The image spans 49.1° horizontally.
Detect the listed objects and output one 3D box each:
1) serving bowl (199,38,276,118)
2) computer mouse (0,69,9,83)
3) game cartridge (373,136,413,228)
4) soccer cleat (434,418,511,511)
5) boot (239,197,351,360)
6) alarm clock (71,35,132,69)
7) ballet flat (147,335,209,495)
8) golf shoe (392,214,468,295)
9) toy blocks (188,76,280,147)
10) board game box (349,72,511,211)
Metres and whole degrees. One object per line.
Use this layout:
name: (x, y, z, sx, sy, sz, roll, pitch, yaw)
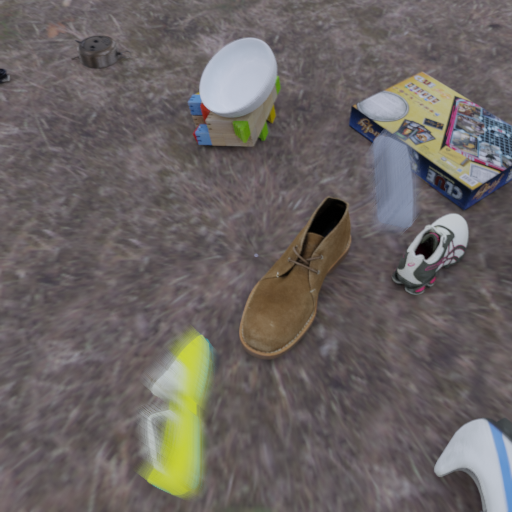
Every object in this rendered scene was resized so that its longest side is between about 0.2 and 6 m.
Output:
serving bowl: (-0.243, -2.948, 9.533, 1.439, 0.473, 1.439, -12, 66, 27)
computer mouse: (-5.535, -3.117, 10.930, 1.184, 0.451, 1.710, -7, 40, -6)
game cartridge: (1.648, -0.860, 6.683, 0.206, 0.680, 1.020, -7, 81, 43)
soccer cleat: (2.976, 2.924, 5.825, 1.105, 0.894, 2.559, -36, 56, -7)
boot: (0.571, 0.201, 7.832, 0.993, 1.017, 2.696, 24, 56, 16)
alarm clock: (-3.253, -4.365, 11.940, 1.228, 0.409, 0.828, 9, 51, 3)
ballet flat: (-0.853, 1.621, 5.998, 0.576, 0.574, 1.718, 13, 60, -18)
golf shoe: (2.703, -0.163, 8.289, 0.675, 0.770, 1.748, 31, 56, 24)
toy blocks: (-0.543, -2.734, 10.339, 1.453, 1.063, 2.126, 5, 49, 19)
board game box: (3.335, -2.171, 10.076, 1.906, 0.487, 2.813, -29, 56, -22)
